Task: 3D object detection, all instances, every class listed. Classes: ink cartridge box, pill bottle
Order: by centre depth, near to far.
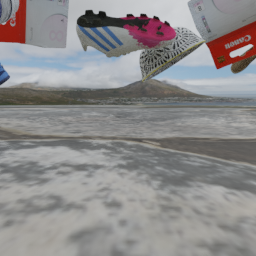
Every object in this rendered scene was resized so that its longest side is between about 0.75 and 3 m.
[{"bbox_3d":[-3.690,-3.226,7.217,1.141,1.141,2.055,1,28,8],"label":"pill bottle"},{"bbox_3d":[3.154,-3.233,8.654,1.926,2.369,0.676,-18,4,35],"label":"ink cartridge box"},{"bbox_3d":[-3.198,-3.796,9.559,0.693,1.973,2.428,25,27,35],"label":"ink cartridge box"}]

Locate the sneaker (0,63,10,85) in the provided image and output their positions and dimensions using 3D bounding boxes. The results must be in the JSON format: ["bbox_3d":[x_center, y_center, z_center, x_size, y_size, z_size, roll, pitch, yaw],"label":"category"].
[{"bbox_3d":[-3.437,-1.497,7.117,0.519,0.578,1.405,-36,46,-14],"label":"sneaker"}]

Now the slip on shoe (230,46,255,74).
[{"bbox_3d":[4.305,-2.536,10.129,1.382,0.526,0.419,-36,-24,20],"label":"slip on shoe"}]

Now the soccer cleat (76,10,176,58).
[{"bbox_3d":[-0.077,-2.465,7.736,2.812,1.214,0.982,14,50,14],"label":"soccer cleat"}]

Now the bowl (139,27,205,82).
[{"bbox_3d":[1.130,-2.452,8.626,2.243,1.053,2.243,-31,2,1],"label":"bowl"}]
